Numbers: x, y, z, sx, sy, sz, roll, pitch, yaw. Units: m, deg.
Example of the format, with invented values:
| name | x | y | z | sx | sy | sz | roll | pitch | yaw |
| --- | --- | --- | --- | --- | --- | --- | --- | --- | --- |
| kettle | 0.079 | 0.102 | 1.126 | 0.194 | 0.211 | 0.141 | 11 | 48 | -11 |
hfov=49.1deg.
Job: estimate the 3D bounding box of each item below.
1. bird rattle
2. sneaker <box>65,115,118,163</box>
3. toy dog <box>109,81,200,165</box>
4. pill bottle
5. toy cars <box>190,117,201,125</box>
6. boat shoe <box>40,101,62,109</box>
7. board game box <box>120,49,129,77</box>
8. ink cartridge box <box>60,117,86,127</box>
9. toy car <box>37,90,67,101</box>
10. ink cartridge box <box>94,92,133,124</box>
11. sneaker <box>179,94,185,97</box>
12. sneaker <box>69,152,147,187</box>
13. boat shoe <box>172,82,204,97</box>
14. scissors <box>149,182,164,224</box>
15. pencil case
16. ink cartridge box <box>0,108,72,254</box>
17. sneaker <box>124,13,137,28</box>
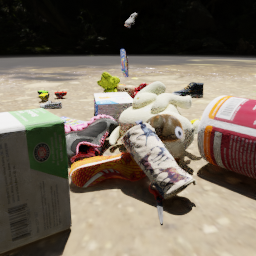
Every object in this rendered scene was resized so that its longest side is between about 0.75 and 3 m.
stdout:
| name | x | y | z | sx | sy | sz | roll | pitch | yaw |
| --- | --- | --- | --- | --- | --- | --- | --- | --- | --- |
| bird rattle | -0.156 | -1.671 | 12.401 | 2.507 | 1.412 | 2.044 | -2 | 1 | -15 |
| sneaker | -0.910 | 0.325 | 7.060 | 1.029 | 0.852 | 2.157 | 37 | 36 | 27 |
| toy dog | 0.666 | -0.037 | 6.683 | 2.210 | 1.590 | 2.279 | -17 | 21 | -10 |
| pill bottle | 2.913 | 0.318 | 5.430 | 1.578 | 1.578 | 2.794 | -15 | 23 | -40 |
| toy cars | 2.736 | -0.023 | 8.272 | 1.014 | 0.501 | 2.263 | -10 | 20 | -27 |
| boat shoe | -3.194 | -0.980 | 11.584 | 0.934 | 0.320 | 0.336 | 3 | 18 | 8 |
| board game box | -0.134 | -2.596 | 11.255 | 0.162 | 0.939 | 0.635 | -6 | -16 | 12 |
| ink cartridge box | -1.956 | -0.036 | 8.643 | 1.630 | 0.342 | 0.973 | 10 | 20 | 35 |
| toy car | -3.870 | -1.592 | 13.506 | 1.415 | 0.335 | 1.504 | 15 | 22 | 41 |
| ink cartridge box | -0.573 | -0.810 | 10.299 | 1.315 | 0.775 | 2.284 | -3 | 18 | -10 |
| sneaker | 2.473 | -1.381 | 12.760 | 0.342 | 0.373 | 0.891 | 0 | 18 | 1 |
| sneaker | -0.314 | 0.742 | 5.678 | 1.742 | 0.636 | 0.672 | -3 | 15 | -13 |
| boat shoe | 2.960 | -1.910 | 13.853 | 1.580 | 0.717 | 0.559 | -1 | 18 | -3 |
| scissors | 0.512 | 1.266 | 4.946 | 0.482 | 0.092 | 1.318 | 8 | 20 | 16 |
| pencil case | 0.535 | 0.572 | 5.111 | 0.689 | 0.599 | 1.540 | -36 | 64 | -3 |
| ink cartridge box | -2.081 | 0.774 | 3.702 | 2.384 | 1.733 | 1.043 | -12 | 21 | -34 |
| sneaker | 0.167 | -4.382 | 11.488 | 0.313 | 0.764 | 0.285 | 38 | -16 | -4 |
